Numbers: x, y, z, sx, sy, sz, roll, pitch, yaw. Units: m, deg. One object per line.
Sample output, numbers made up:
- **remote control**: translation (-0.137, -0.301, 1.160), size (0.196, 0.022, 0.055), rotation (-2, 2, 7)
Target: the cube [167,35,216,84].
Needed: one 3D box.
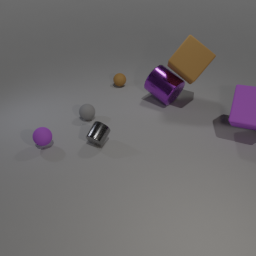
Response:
- **cube**: translation (2.696, -2.908, 12.138), size (1.400, 1.400, 1.400), rotation (40, 7, 2)

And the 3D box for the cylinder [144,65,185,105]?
- **cylinder**: translation (1.721, -2.019, 13.232), size (1.400, 1.400, 1.400), rotation (41, 46, 17)

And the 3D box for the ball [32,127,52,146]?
- **ball**: translation (-3.140, 0.311, 10.285), size (0.700, 0.700, 0.700), rotation (0, 32, 0)

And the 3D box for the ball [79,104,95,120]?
- **ball**: translation (-1.764, -0.701, 12.101), size (0.700, 0.700, 0.700), rotation (0, 32, 0)

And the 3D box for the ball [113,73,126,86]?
- **ball**: translation (-0.442, -2.607, 15.104), size (0.700, 0.700, 0.700), rotation (0, 32, 0)

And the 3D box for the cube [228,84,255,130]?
- **cube**: translation (4.666, -0.705, 10.466), size (1.400, 1.400, 1.400), rotation (12, -1, 24)

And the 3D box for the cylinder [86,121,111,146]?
- **cylinder**: translation (-1.115, 0.219, 10.481), size (0.700, 0.700, 0.700), rotation (17, 66, 25)
